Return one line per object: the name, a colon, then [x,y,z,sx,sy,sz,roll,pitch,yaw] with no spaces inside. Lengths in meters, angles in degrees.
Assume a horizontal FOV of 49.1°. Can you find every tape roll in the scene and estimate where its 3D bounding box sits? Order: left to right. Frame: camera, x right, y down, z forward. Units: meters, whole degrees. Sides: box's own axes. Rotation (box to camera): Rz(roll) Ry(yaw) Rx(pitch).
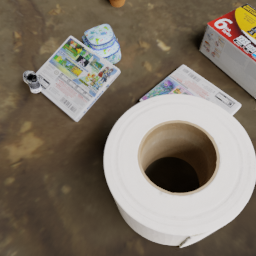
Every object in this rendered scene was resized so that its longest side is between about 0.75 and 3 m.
tape roll: [0.971,0.927,5.903,2.788,1.914,2.788,-2,62,3]

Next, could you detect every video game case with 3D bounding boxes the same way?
video game case: [-1.579,-1.490,8.160,2.087,0.230,1.903,38,84,21]
video game case: [1.753,-0.679,7.971,1.965,0.256,2.158,-40,68,-21]

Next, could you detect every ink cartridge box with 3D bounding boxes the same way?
ink cartridge box: [4.034,-2.453,8.512,2.375,1.135,2.706,-31,63,-18]

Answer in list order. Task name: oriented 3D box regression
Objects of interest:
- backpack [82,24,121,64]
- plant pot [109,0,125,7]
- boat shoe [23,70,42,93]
backpack: [-0.808,-2.562,8.742,1.082,0.869,1.182,-23,66,-9]
plant pot: [-0.399,-4.820,10.285,0.764,0.535,0.764,0,58,0]
boat shoe: [-2.657,-1.378,7.680,0.396,0.374,1.103,-18,43,-18]
